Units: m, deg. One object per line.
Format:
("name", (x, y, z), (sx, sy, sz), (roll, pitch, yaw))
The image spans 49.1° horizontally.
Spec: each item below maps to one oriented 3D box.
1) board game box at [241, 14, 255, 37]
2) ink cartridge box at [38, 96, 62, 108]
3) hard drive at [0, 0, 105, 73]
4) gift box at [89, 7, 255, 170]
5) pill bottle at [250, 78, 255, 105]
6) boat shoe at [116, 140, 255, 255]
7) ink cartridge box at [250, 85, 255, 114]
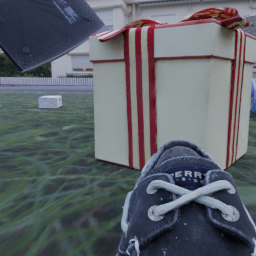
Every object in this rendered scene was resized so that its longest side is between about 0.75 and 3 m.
("board game box", (3.361, -2.710, 7.498), (0.817, 0.817, 0.106), (-14, 56, -8))
("ink cartridge box", (-3.414, -1.172, 12.410), (0.809, 0.473, 1.394), (-1, 10, -4))
("hard drive", (-2.162, -2.705, 7.359), (2.851, 1.923, 0.603), (-43, 5, -33))
("gift box", (0.707, -0.572, 4.155), (2.156, 2.181, 2.336), (6, 11, 32))
("pill bottle", (2.781, -1.196, 9.307), (2.784, 1.584, 1.584), (-6, 12, -35))
("boat shoe", (0.343, 0.576, 1.642), (0.846, 0.799, 2.358), (2, 10, 11))
("ink cartridge box", (5.405, -0.957, 9.681), (1.888, 1.057, 2.768), (3, 12, 16))
